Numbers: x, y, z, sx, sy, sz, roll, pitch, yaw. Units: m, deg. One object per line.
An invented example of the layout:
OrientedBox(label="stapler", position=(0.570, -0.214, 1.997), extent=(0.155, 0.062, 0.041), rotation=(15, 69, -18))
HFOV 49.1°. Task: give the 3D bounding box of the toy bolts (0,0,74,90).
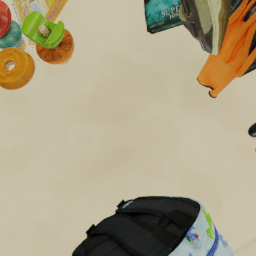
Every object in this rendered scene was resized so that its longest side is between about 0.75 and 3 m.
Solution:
OrientedBox(label="toy bolts", position=(-1.707, -1.218, 4.534), extent=(1.425, 0.988, 1.361), rotation=(28, 80, 12))

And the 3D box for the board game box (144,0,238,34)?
OrientedBox(label="board game box", position=(1.381, -3.131, 6.114), extent=(2.270, 0.320, 1.535), rotation=(-7, 88, 31))

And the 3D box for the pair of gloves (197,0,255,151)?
OrientedBox(label="pair of gloves", position=(2.537, -0.947, 4.860), extent=(0.360, 2.595, 2.913), rotation=(-16, 61, -28))

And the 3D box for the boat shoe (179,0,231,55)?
OrientedBox(label="boat shoe", position=(1.044, -1.659, 3.867), extent=(0.665, 2.053, 0.751), rotation=(12, 81, 20))

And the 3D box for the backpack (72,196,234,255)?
OrientedBox(label="backpack", position=(0.362, 1.550, 3.512), extent=(1.633, 2.002, 1.539), rotation=(-30, 77, -32))

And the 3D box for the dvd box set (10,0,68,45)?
OrientedBox(label="dvd box set", position=(-1.712, -2.850, 5.528), extent=(0.294, 2.001, 1.464), rotation=(-11, 72, -47))
